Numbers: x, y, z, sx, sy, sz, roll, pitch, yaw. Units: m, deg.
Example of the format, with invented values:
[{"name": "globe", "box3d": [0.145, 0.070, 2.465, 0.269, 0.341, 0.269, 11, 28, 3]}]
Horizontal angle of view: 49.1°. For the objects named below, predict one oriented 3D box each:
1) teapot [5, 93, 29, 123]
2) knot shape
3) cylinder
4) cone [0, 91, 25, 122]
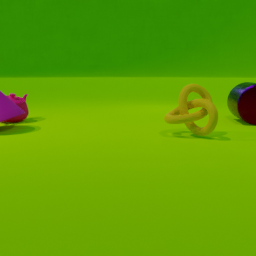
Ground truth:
[{"name": "teapot", "box3d": [-3.902, -0.746, 9.478, 1.127, 0.888, 1.813, 16, 19, 7]}, {"name": "knot shape", "box3d": [1.734, -0.544, 7.381, 1.439, 1.347, 0.665, 11, -24, 29]}, {"name": "cylinder", "box3d": [4.107, -0.839, 9.269, 1.303, 1.303, 1.303, 1, 11, 5]}, {"name": "cone", "box3d": [-3.921, -0.857, 7.961, 1.468, 1.473, 1.468, -19, 10, 4]}]
